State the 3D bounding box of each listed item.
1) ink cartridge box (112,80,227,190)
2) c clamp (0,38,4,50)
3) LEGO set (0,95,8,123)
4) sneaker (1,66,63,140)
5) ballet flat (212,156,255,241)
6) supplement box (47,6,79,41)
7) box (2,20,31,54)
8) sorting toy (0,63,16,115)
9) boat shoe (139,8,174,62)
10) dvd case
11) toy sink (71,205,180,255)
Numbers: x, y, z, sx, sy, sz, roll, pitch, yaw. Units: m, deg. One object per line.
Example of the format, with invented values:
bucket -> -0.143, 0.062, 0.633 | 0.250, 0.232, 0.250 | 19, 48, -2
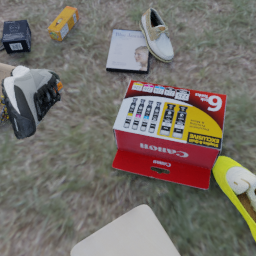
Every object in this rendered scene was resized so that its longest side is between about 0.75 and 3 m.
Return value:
ink cartridge box -> 1.100, 0.109, 7.654 | 2.754, 1.155, 2.418 | 10, 57, 11
c clamp -> -5.045, -3.152, 10.399 | 0.996, 0.135, 0.851 | -5, 59, -3
LEGO set -> -4.239, -0.673, 8.359 | 1.320, 0.765, 1.015 | 22, 82, 10
sneaker -> -1.553, -0.573, 4.727 | 0.875, 0.816, 2.207 | -7, 30, -9
ballet flat -> 3.086, 1.743, 6.906 | 0.945, 0.948, 2.828 | -18, 60, -11
supplement box -> -2.452, -4.007, 10.722 | 0.495, 0.511, 1.487 | 20, 59, 13
box -> -4.048, -3.336, 10.230 | 0.840, 0.606, 1.132 | -7, 59, -4
sorting toy -> -3.531, -1.116, 8.861 | 2.149, 0.316, 1.588 | 15, 85, 9
boat shoe -> 1.054, -3.341, 10.018 | 0.805, 0.737, 2.154 | -16, 67, -26
dvd case -> 0.073, -2.816, 10.163 | 1.484, 0.182, 2.080 | 5, 58, 3
toy sink -> 0.292, 3.286, 5.616 | 1.805, 1.551, 2.769 | -28, 68, -16
